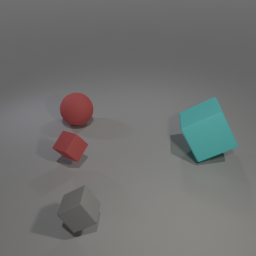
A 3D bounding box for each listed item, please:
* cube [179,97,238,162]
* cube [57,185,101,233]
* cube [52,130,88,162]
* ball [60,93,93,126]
[{"bbox_3d":[2.701,0.035,9.599,1.400,1.400,1.400,-25,21,18],"label":"cube"},{"bbox_3d":[-1.175,1.965,6.827,0.700,0.700,0.700,-27,23,15],"label":"cube"},{"bbox_3d":[-1.893,0.600,9.231,0.700,0.700,0.700,13,66,36],"label":"cube"},{"bbox_3d":[-2.171,-0.799,11.872,1.400,1.400,1.400,0,30,0],"label":"ball"}]
